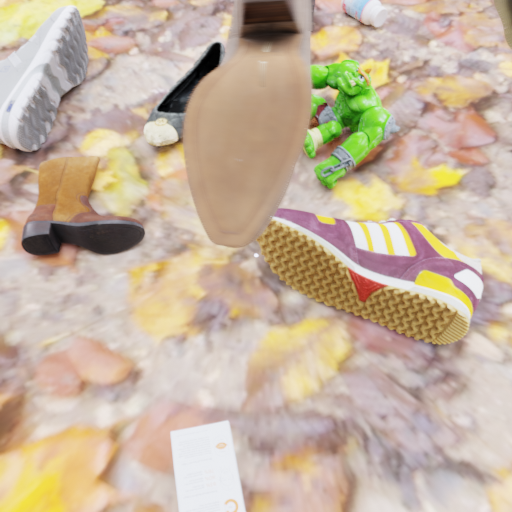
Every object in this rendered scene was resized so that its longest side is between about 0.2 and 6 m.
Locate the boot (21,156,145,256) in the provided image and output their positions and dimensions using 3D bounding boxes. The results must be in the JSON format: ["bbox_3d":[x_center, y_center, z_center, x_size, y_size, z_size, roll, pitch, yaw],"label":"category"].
[{"bbox_3d":[-2.593,-0.848,8.712,1.800,0.655,1.912,-9,46,3],"label":"boot"}]

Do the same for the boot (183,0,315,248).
[{"bbox_3d":[0.072,-1.432,5.378,0.985,2.050,2.804,10,90,5],"label":"boot"}]

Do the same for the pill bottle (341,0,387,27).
[{"bbox_3d":[2.310,-5.271,11.927,0.524,0.524,0.964,-32,59,-21],"label":"pill bottle"}]

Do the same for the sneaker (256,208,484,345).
[{"bbox_3d":[1.521,0.001,7.700,3.098,1.161,1.396,27,51,11],"label":"sneaker"}]

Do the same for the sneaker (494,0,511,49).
[{"bbox_3d":[3.979,-3.010,7.259,1.231,0.867,2.317,40,23,32],"label":"sneaker"}]

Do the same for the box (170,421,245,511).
[{"bbox_3d":[-0.524,2.463,6.116,0.675,0.529,1.086,-9,53,-7],"label":"box"}]

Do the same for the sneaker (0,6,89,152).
[{"bbox_3d":[-4.092,-3.394,10.053,1.400,1.276,3.415,9,54,7],"label":"sneaker"}]

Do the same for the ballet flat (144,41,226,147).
[{"bbox_3d":[-1.273,-2.899,10.004,0.878,0.750,2.641,18,55,13],"label":"ballet flat"}]

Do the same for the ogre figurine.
[{"bbox_3d":[1.323,-2.460,9.463,1.541,1.261,2.571,-24,40,4],"label":"ogre figurine"}]
